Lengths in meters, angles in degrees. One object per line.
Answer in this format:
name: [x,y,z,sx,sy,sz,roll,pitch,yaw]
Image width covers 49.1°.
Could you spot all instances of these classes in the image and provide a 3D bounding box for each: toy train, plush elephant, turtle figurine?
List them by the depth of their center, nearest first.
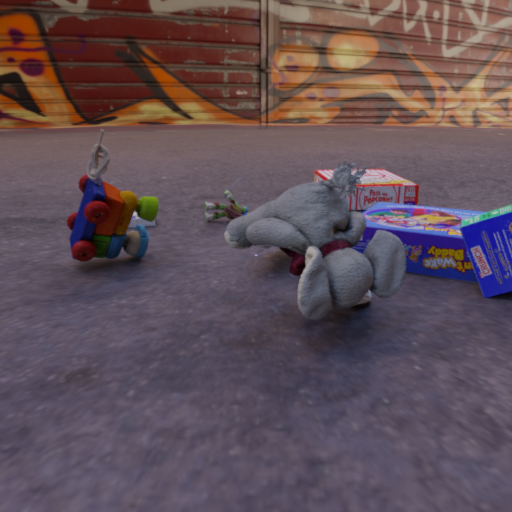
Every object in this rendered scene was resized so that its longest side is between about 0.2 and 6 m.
plush elephant: [0.981,0.010,8.105,2.036,1.914,2.472,-3,-16,-26]
toy train: [-2.506,-1.029,10.508,1.513,2.616,1.107,8,37,-31]
turtle figurine: [-0.800,-1.303,14.455,1.094,1.129,0.812,-8,-15,-12]

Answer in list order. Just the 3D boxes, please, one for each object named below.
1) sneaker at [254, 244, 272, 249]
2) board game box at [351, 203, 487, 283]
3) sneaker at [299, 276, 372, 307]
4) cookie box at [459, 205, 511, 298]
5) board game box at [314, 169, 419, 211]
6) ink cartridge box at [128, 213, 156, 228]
sneaker: [0.406,-0.644,11.232,0.858,0.885,2.424,-15,0,15]
board game box: [3.835,-0.304,11.108,3.615,0.809,2.431,9,19,27]
sneaker: [1.318,0.212,9.517,0.698,0.749,1.889,-10,21,-25]
cookie box: [4.263,-0.167,9.090,1.515,1.296,0.569,-18,6,25]
board game box: [3.190,-2.027,16.866,2.334,0.713,3.081,-2,17,-7]
ink cartridge box: [-3.279,-0.890,13.973,1.497,0.278,0.709,-2,18,-16]
